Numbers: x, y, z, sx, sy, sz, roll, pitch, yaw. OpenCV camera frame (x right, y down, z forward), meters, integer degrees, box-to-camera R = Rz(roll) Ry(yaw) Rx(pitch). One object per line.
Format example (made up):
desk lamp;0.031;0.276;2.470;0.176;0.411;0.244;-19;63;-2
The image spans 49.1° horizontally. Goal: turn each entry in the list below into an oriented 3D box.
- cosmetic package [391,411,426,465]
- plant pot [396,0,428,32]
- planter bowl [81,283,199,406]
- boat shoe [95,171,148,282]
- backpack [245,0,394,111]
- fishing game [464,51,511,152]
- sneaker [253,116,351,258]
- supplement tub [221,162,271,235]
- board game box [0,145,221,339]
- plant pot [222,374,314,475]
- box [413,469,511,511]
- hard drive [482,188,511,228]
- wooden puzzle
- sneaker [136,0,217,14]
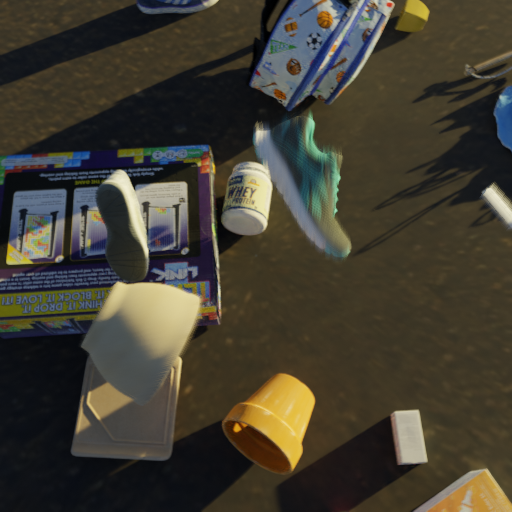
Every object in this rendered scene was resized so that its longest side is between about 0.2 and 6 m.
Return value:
cosmetic package;2.425;2.897;8.934;0.401;0.281;0.790;-2;66;-1
plant pot;3.519;-5.343;12.516;0.552;0.536;0.540;20;67;0
planter bowl;-1.745;1.092;8.006;1.162;1.726;1.726;29;67;-12
boat shoe;-1.993;-0.404;8.596;0.664;1.802;0.578;-2;34;10
backpack;1.109;-4.215;10.961;2.242;2.910;2.772;38;75;2
fishing game;6.444;-2.802;11.318;3.047;0.661;4.255;-20;68;-6
sneaker;0.986;-1.173;9.132;1.145;0.973;2.509;-31;92;14
supplement tub;-0.162;-1.060;10.403;0.840;0.840;1.159;7;66;3
board game box;-2.614;-0.294;9.935;3.848;1.091;3.181;-3;68;-2
plant pot;0.301;2.511;8.682;1.246;1.246;1.140;32;55;13
box;3.012;3.918;8.259;1.385;0.675;0.862;-29;69;-12
hard drive;4.165;-0.787;9.459;0.112;0.555;0.841;-42;77;28
wooden puzzle;-2.085;2.436;9.160;1.579;0.318;1.707;3;61;1
sneaker;-1.796;-6.189;12.354;2.006;1.469;0.808;-10;66;-5
